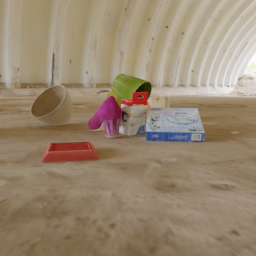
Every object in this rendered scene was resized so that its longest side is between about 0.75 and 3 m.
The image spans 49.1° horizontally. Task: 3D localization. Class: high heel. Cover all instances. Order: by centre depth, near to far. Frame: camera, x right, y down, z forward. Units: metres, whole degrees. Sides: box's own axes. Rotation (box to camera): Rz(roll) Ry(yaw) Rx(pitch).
[{"bbox_3d":[-0.912,-0.519,10.032,0.944,1.345,2.804,-4,9,-15],"label":"high heel"}]

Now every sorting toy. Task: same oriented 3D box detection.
[{"bbox_3d":[0.722,-0.899,13.824,2.093,1.242,2.326,-4,6,30],"label":"sorting toy"}]

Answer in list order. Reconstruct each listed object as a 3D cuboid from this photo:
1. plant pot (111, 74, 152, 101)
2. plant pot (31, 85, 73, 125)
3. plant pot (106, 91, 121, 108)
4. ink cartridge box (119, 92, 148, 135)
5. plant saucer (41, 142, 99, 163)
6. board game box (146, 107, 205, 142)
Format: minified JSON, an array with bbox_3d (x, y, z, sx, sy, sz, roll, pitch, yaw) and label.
[{"bbox_3d":[0.057,-1.448,10.525,1.188,1.234,1.234,35,25,26],"label":"plant pot"},{"bbox_3d":[-3.010,-0.772,11.759,1.730,1.730,1.161,6,-33,35],"label":"plant pot"},{"bbox_3d":[-0.744,-1.716,18.469,1.367,1.376,1.408,4,17,28],"label":"plant pot"},{"bbox_3d":[0.195,-0.538,9.676,0.492,1.463,0.850,18,18,42],"label":"ink cartridge box"},{"bbox_3d":[-1.385,0.543,6.750,1.277,0.234,1.275,-2,9,-12],"label":"plant saucer"},{"bbox_3d":[1.473,-0.151,9.078,1.742,0.378,1.733,2,30,6],"label":"board game box"}]
